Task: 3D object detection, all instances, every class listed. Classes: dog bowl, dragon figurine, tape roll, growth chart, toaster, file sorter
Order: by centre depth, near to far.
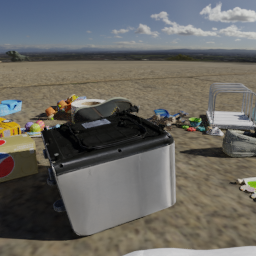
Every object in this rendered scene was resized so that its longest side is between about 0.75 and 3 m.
[{"bbox_3d":[-0.404,0.691,6.066,2.712,1.609,2.452,-14,20,-19],"label":"toaster"},{"bbox_3d":[3.472,1.508,6.318,1.316,0.161,1.819,-7,18,-18],"label":"growth chart"},{"bbox_3d":[1.349,-0.389,11.498,2.220,0.653,1.104,4,18,10],"label":"dragon figurine"},{"bbox_3d":[4.320,-0.994,11.889,1.695,1.521,2.443,3,17,11],"label":"file sorter"},{"bbox_3d":[-1.710,-0.849,12.977,1.819,0.636,1.819,0,18,0],"label":"tape roll"},{"bbox_3d":[-6.016,-0.966,13.640,1.062,0.472,1.905,7,19,22],"label":"dog bowl"}]

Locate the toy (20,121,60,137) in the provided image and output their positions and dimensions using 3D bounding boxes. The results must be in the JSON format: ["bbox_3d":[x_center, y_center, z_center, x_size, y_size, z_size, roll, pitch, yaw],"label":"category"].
[{"bbox_3d":[-3.381,-0.018,10.664,1.910,0.451,1.100,0,17,0],"label":"toy"}]

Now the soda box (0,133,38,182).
[{"bbox_3d":[-3.754,0.893,6.941,2.752,0.932,0.881,-11,21,-32],"label":"soda box"}]

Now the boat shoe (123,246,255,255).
[{"bbox_3d":[0.760,2.018,3.164,2.910,1.071,0.951,-5,14,-13],"label":"boat shoe"}]

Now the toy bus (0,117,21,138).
[{"bbox_3d":[-4.604,0.139,9.501,2.641,0.860,1.034,14,23,36],"label":"toy bus"}]

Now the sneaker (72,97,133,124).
[{"bbox_3d":[-0.620,-0.397,11.174,2.889,1.080,1.534,-20,33,-37],"label":"sneaker"}]

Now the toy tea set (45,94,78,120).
[{"bbox_3d":[-3.050,-0.824,13.024,1.831,0.677,1.089,-37,3,-34],"label":"toy tea set"}]

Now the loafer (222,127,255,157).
[{"bbox_3d":[4.185,0.374,8.674,2.529,0.882,0.884,-3,18,-10],"label":"loafer"}]

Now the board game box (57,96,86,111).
[{"bbox_3d":[-2.784,-1.220,14.401,1.593,0.491,1.592,-6,18,-19],"label":"board game box"}]

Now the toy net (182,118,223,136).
[{"bbox_3d":[2.921,-0.031,10.908,0.879,0.324,1.676,-12,21,-33],"label":"toy net"}]

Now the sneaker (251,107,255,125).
[{"bbox_3d":[5.818,-0.705,12.260,0.719,0.797,1.944,8,19,19],"label":"sneaker"}]
